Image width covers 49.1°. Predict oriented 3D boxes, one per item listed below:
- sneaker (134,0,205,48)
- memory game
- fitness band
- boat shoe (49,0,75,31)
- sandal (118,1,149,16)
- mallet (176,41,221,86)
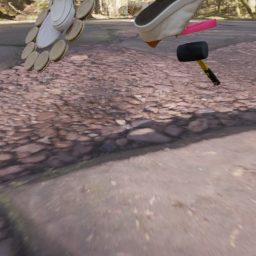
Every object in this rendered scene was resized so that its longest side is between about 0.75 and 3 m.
[{"bbox_3d":[1.116,-2.498,5.901,2.058,0.871,0.749,-34,50,4],"label":"sneaker"},{"bbox_3d":[-1.900,-2.736,7.474,0.187,2.931,2.931,31,-1,-44],"label":"memory game"},{"bbox_3d":[2.334,-3.509,9.792,1.238,0.323,1.724,-16,18,-11],"label":"fitness band"},{"bbox_3d":[-1.649,-3.197,6.754,0.648,1.800,0.592,-5,-22,26],"label":"boat shoe"},{"bbox_3d":[0.066,-4.323,10.039,1.369,0.502,0.450,11,0,41],"label":"sandal"},{"bbox_3d":[1.270,-0.972,4.424,0.434,0.271,1.317,-1,-16,42],"label":"mallet"}]
